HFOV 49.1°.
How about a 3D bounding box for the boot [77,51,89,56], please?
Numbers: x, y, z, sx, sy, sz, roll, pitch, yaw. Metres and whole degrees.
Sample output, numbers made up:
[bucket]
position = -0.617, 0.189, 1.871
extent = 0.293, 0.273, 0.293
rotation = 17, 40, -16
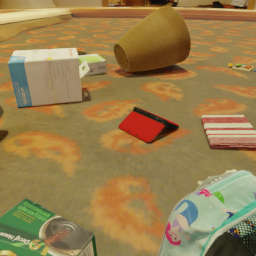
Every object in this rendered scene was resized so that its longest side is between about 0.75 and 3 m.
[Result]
[boot]
position = -2.829, -3.504, 14.056
extent = 1.938, 0.724, 0.939
rotation = 11, 25, 9

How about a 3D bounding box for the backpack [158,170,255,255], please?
[backpack]
position = 1.559, 1.623, 3.044
extent = 2.555, 2.268, 1.924
rotation = -12, 35, -30

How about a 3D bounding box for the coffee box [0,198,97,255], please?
[coffee box]
position = -1.805, 2.168, 3.739
extent = 1.628, 0.582, 2.647
rotation = 16, 32, 28

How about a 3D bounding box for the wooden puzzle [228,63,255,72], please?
[wooden puzzle]
position = 5.684, -3.016, 13.846
extent = 1.508, 0.176, 1.017
rotation = 13, 31, 22

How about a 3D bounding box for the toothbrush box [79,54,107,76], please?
[toothbrush box]
position = -1.757, -3.040, 13.383
extent = 1.087, 0.642, 1.493
rotation = -12, 31, -20

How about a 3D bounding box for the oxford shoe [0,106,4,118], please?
[oxford shoe]
position = -4.493, 0.135, 6.984
extent = 1.057, 1.057, 2.965
rotation = 41, 41, 8

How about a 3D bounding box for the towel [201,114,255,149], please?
[towel]
position = 2.910, 0.062, 8.094
extent = 1.365, 0.216, 1.895
rotation = 1, 26, 5

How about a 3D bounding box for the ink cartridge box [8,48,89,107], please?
[ink cartridge box]
position = -2.741, -1.905, 10.214
extent = 2.605, 1.631, 1.675
rotation = -6, 29, -11

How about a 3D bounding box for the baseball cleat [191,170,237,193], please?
[baseball cleat]
position = 1.966, 1.227, 5.613
extent = 1.393, 0.486, 0.741
rotation = -20, 34, -31

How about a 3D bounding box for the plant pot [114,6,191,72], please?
[plant pot]
position = 0.910, -3.883, 13.274
extent = 2.968, 2.766, 2.766
rotation = -28, 36, -17

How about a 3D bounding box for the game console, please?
[game console]
position = 0.628, -0.050, 8.371
extent = 1.344, 0.798, 1.158
rotation = 28, 8, 40
